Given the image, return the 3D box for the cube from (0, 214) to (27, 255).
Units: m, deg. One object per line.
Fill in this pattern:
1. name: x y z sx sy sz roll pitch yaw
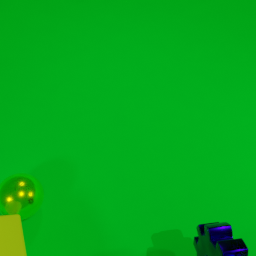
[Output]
1. cube: -2.399 2.230 4.574 1.110 1.110 1.110 7 41 -37

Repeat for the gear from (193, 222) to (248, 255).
1. gear: 1.516 2.528 4.350 0.371 2.005 2.005 -6 55 -4

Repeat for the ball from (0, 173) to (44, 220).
1. ball: -2.225 1.410 5.783 0.946 0.946 0.946 0 55 0
